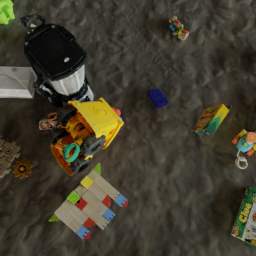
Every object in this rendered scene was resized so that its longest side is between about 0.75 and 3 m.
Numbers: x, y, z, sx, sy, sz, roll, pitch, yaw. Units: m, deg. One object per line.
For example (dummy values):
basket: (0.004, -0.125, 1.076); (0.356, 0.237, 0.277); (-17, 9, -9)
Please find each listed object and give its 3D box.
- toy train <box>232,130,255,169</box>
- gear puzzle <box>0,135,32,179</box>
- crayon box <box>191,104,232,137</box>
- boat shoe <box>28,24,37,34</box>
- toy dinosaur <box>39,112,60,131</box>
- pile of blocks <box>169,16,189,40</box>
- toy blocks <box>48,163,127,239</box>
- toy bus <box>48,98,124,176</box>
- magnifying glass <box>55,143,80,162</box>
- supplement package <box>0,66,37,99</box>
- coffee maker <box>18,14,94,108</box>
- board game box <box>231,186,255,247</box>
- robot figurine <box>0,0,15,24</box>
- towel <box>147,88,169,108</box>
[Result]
toy train: (5.263, 0.744, 10.575); (2.432, 0.676, 1.827); (-4, 67, -2)
gear puzzle: (-4.881, 1.081, 10.650); (2.830, 0.371, 1.466); (22, 67, 6)
crayon box: (3.149, -0.352, 10.610); (0.384, 0.961, 1.513); (44, 70, -12)
boat shoe: (-4.161, -3.996, 12.744); (0.465, 0.539, 1.483); (-35, 72, 32)
toy dinosaur: (-2.777, -0.254, 10.756); (1.536, 1.042, 0.784); (-5, 78, 42)
pile of blocks: (2.280, -4.674, 12.941); (0.559, 0.423, 1.363); (-30, 70, -12)
toy blocks: (-1.210, 2.732, 9.610); (1.722, 1.259, 2.519); (41, 73, 3)
toy bus: (-1.324, 0.178, 10.239); (1.764, 2.599, 2.495); (48, 39, 17)
magnifying glass: (-2.013, 0.700, 9.099); (0.171, 1.531, 0.609); (36, 77, -32)
supplement package: (-4.639, -1.876, 11.589); (1.404, 0.778, 1.094); (2, 68, 0)
coffee maker: (-2.529, -2.277, 10.577); (1.998, 2.967, 2.849); (-16, 70, -8)
board game box: (4.388, 3.098, 9.867); (0.965, 0.216, 1.841); (24, 70, 12)
robot figurine: (-6.156, -5.619, 12.974); (1.887, 1.092, 1.656); (36, 73, 14)
towel: (1.227, -1.234, 11.664); (0.609, 0.204, 0.825); (-24, 69, -17)
